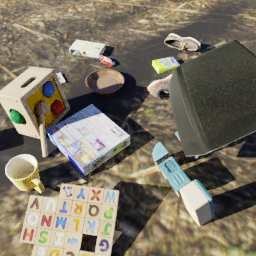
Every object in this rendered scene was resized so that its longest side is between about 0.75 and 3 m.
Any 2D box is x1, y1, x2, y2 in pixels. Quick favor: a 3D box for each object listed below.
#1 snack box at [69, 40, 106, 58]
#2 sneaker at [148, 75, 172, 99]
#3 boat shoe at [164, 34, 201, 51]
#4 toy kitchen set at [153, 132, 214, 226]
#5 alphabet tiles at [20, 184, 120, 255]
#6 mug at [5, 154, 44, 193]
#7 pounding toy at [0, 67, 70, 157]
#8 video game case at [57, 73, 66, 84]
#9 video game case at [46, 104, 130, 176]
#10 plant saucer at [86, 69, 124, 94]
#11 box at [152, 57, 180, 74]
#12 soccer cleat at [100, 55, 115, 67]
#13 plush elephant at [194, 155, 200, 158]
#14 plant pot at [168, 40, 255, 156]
[{"bbox_3d":[-2.069,-4.074,14.402,1.627,0.302,0.945,12,48,11],"label":"snack box"},{"bbox_3d":[1.867,-1.757,12.072,2.032,0.783,0.832,-24,70,-14],"label":"sneaker"},{"bbox_3d":[2.779,-4.333,14.422,1.908,0.685,0.568,28,59,28],"label":"boat shoe"},{"bbox_3d":[2.115,1.023,8.332,2.131,1.567,2.660,-33,53,-4],"label":"toy kitchen set"},{"bbox_3d":[-1.612,2.621,7.677,2.520,0.095,2.106,6,71,5],"label":"alphabet tiles"},{"bbox_3d":[-3.156,1.555,8.656,0.933,0.957,1.165,-15,49,-15],"label":"mug"},{"bbox_3d":[-3.234,-0.617,10.104,1.667,2.159,2.345,11,47,27],"label":"pounding toy"},{"bbox_3d":[-3.374,-2.182,12.763,0.861,0.101,0.783,-20,50,-18],"label":"video game case"},{"bbox_3d":[-1.429,0.335,10.098,2.069,0.519,2.283,-33,55,-27],"label":"video game case"},{"bbox_3d":[-1.015,-2.005,12.456,1.702,0.311,1.702,0,47,0],"label":"plant saucer"},{"bbox_3d":[1.882,-3.040,13.444,1.238,0.295,0.755,-15,49,-13],"label":"box"},{"bbox_3d":[-1.020,-3.295,13.701,0.383,0.309,0.900,-27,54,-36],"label":"soccer cleat"},{"bbox_3d":[2.346,0.564,9.840,0.606,0.644,0.782,28,22,7],"label":"plush elephant"},{"bbox_3d":[2.362,-0.767,7.444,2.490,2.496,2.214,-25,85,-1],"label":"plant pot"}]
